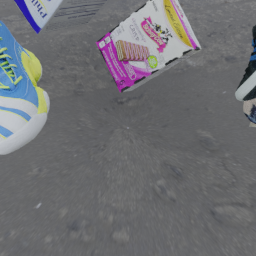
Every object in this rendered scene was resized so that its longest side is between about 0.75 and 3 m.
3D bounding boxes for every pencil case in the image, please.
[{"bbox_3d":[3.035,-0.068,4.963,1.009,1.160,2.593,-5,24,-1],"label":"pencil case"}]

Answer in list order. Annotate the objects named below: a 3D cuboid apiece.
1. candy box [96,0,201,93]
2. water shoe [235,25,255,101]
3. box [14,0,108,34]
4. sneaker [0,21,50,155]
[{"bbox_3d":[0.416,-1.912,6.505,0.638,2.091,1.426,-24,88,-57],"label":"candy box"},{"bbox_3d":[2.387,-1.365,4.672,0.710,1.985,0.783,3,39,-45],"label":"water shoe"},{"bbox_3d":[-1.479,-4.145,7.814,1.398,2.664,2.450,54,38,-3],"label":"box"},{"bbox_3d":[-1.934,-0.774,4.015,1.000,1.387,2.640,-33,38,2],"label":"sneaker"}]
